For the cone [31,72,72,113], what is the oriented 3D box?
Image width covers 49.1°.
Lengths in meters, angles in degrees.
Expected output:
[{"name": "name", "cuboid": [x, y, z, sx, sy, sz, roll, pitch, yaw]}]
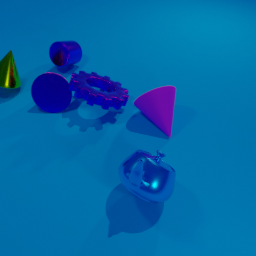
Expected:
[{"name": "cone", "cuboid": [-2.066, -1.132, 8.074, 1.112, 1.112, 1.116, 0, 21, 0]}]

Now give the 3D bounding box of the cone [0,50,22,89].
[{"name": "cone", "cuboid": [-3.424, -1.788, 7.970, 0.961, 0.965, 0.961, 21, 29, -12]}]

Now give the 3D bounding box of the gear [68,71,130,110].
[{"name": "gear", "cuboid": [-0.784, -1.056, 7.675, 1.638, 0.303, 1.638, 18, 28, -10]}]

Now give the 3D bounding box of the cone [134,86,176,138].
[{"name": "cone", "cuboid": [0.888, -0.290, 7.235, 1.172, 1.172, 1.177, -16, 76, -14]}]

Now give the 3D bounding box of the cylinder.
[{"name": "cylinder", "cuboid": [-1.965, -2.365, 8.874, 0.763, 0.763, 0.763, 21, 26, 18]}]

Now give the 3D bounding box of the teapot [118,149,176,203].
[{"name": "teapot", "cuboid": [0.420, 0.876, 5.575, 1.190, 1.913, 0.937, 33, 96, 23]}]
